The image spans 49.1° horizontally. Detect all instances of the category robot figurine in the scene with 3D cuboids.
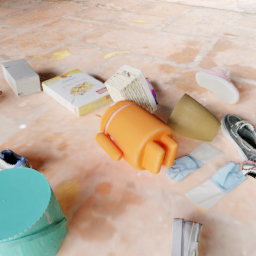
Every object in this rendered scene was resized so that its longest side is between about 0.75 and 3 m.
[{"bbox_3d":[0.197,0.175,8.258,1.951,1.582,2.712,-47,53,-5],"label":"robot figurine"}]

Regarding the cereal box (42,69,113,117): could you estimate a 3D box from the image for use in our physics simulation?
[{"bbox_3d":[-1.981,-1.485,11.181,1.805,0.496,2.509,-31,48,-33],"label":"cereal box"}]

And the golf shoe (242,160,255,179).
[{"bbox_3d":[3.742,1.296,7.805,1.145,0.416,0.527,14,55,6],"label":"golf shoe"}]

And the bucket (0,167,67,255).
[{"bbox_3d":[-2.489,2.007,6.117,2.169,1.411,2.169,-1,39,1],"label":"bucket"}]

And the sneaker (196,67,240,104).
[{"bbox_3d":[3.917,-1.854,11.333,1.218,0.877,2.330,-21,39,-17],"label":"sneaker"}]

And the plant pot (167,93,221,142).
[{"bbox_3d":[2.195,-0.203,9.095,1.480,1.379,1.379,28,45,13],"label":"plant pot"}]

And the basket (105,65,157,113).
[{"bbox_3d":[0.089,-1.128,9.637,1.040,1.686,1.143,-38,39,-15],"label":"basket"}]

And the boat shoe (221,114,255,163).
[{"bbox_3d":[3.693,0.175,8.833,0.867,0.853,2.404,-6,39,-7],"label":"boat shoe"}]

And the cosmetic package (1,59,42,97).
[{"bbox_3d":[-4.479,-2.130,11.739,1.025,0.865,1.919,-22,41,-30],"label":"cosmetic package"}]

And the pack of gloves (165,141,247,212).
[{"bbox_3d":[2.237,1.149,7.983,2.115,0.417,1.777,-26,47,-29],"label":"pack of gloves"}]

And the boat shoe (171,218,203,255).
[{"bbox_3d":[1.227,2.862,5.568,0.775,0.849,2.359,2,30,10],"label":"boat shoe"}]

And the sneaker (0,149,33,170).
[{"bbox_3d":[-3.543,0.889,8.035,1.751,0.746,0.675,10,40,14],"label":"sneaker"}]

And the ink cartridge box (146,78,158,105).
[{"bbox_3d":[0.611,-1.480,11.371,0.820,0.321,1.732,-7,42,-9],"label":"ink cartridge box"}]

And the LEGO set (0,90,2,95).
[{"bbox_3d":[-5.584,-1.004,10.867,1.074,0.353,1.438,20,55,24],"label":"LEGO set"}]
